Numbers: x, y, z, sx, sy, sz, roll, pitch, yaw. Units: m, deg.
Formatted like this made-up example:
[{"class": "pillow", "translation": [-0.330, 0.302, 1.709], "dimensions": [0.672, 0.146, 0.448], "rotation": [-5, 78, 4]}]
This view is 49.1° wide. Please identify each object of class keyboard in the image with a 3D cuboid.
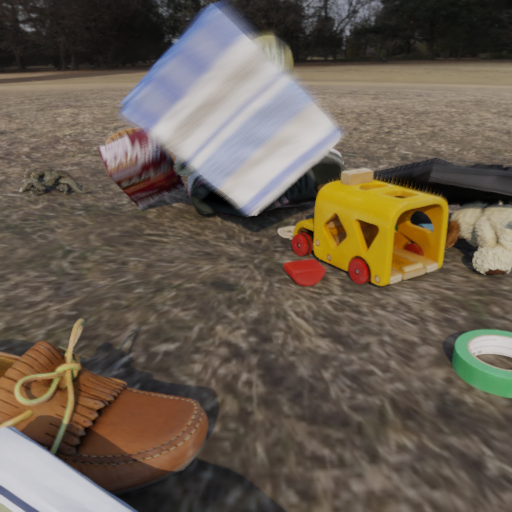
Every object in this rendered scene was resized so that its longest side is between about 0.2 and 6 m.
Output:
[{"class": "keyboard", "translation": [3.093, -1.180, 9.417], "dimensions": [2.350, 0.502, 3.913], "rotation": [11, 4, -7]}]

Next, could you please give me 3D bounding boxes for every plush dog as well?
[{"class": "plush dog", "translation": [3.513, -0.449, 8.468], "dimensions": [1.425, 1.143, 1.224], "rotation": [-18, 25, -37]}]

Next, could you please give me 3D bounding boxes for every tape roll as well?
[{"class": "tape roll", "translation": [2.526, 1.083, 5.727], "dimensions": [0.970, 0.233, 0.970], "rotation": [0, 20, 0]}]

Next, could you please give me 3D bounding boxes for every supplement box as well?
[{"class": "supplement box", "translation": [-1.995, -1.552, 10.078], "dimensions": [1.033, 0.578, 1.898], "rotation": [-25, -13, -1]}]

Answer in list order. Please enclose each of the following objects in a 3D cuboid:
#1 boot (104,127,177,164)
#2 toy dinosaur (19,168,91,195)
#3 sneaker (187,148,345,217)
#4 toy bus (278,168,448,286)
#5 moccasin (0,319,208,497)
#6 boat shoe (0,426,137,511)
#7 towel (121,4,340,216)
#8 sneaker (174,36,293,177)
[{"class": "boot", "translation": [-2.243, -2.628, 14.277], "dimensions": [3.322, 1.246, 1.781], "rotation": [-4, 13, -22]}, {"class": "toy dinosaur", "translation": [-4.486, -1.687, 12.362], "dimensions": [1.666, 0.641, 0.852], "rotation": [-4, 28, -2]}, {"class": "sneaker", "translation": [0.196, -1.243, 10.723], "dimensions": [3.114, 1.251, 1.344], "rotation": [-12, 25, 4]}, {"class": "toy bus", "translation": [1.527, -0.581, 8.430], "dimensions": [2.678, 1.384, 2.527], "rotation": [4, 21, 9]}, {"class": "moccasin", "translation": [-1.741, 1.122, 4.427], "dimensions": [2.806, 1.083, 1.026], "rotation": [8, 22, 20]}, {"class": "boat shoe", "translation": [-0.633, 1.900, 2.896], "dimensions": [2.859, 1.029, 0.887], "rotation": [17, 60, 31]}, {"class": "towel", "translation": [-0.293, -1.810, 7.674], "dimensions": [2.596, 1.907, 0.309], "rotation": [37, 26, -31]}, {"class": "sneaker", "translation": [-0.431, -2.300, 9.369], "dimensions": [1.125, 2.925, 1.296], "rotation": [35, 32, -12]}]
